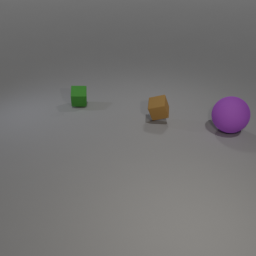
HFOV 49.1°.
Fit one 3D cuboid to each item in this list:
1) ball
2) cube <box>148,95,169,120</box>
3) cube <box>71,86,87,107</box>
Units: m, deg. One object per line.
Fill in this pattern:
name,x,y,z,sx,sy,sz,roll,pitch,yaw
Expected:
ball,3.925,-0.508,10.716,1.400,1.400,1.400,0,29,0
cube,1.258,-0.831,11.458,0.700,0.700,0.700,-9,45,19
cube,-2.278,-1.480,13.016,0.700,0.700,0.700,-1,53,-8
